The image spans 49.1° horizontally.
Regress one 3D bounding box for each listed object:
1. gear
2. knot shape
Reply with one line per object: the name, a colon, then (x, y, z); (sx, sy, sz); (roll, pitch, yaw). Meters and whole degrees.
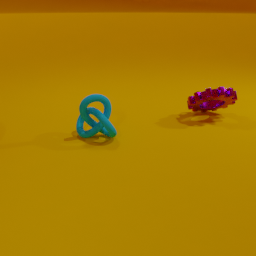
gear: (2.389, -0.787, 8.002); (1.345, 0.249, 1.345); (-4, -16, -1)
knot shape: (-0.720, -0.158, 6.828); (1.110, 1.186, 0.548); (39, 33, 6)
